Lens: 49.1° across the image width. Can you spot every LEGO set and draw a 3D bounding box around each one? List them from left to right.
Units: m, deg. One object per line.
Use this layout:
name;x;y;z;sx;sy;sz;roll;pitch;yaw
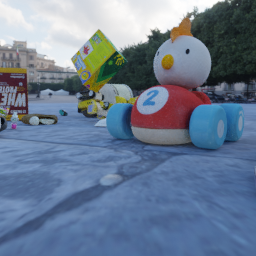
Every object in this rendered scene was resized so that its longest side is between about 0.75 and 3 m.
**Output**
LEGO set;-4.135;-0.353;8.071;1.833;0.843;0.682;-3;3;-25

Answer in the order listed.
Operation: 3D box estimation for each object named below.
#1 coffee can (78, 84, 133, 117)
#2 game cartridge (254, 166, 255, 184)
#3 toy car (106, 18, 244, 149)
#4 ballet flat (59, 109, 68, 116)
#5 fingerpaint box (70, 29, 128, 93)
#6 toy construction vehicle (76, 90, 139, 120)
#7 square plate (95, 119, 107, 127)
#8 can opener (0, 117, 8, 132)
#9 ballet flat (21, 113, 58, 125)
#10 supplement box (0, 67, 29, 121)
coffee can;-1.082;-1.389;13.914;2.237;1.637;1.637;-5;8;-41
game cartridge;1.611;0.576;2.822;0.601;0.178;0.927;7;8;22
toy car;1.061;-1.073;6.192;2.486;2.697;2.386;4;7;37
ballet flat;-3.415;-0.784;14.902;0.301;0.299;0.880;7;12;-30
fingerpaint box;-1.311;-2.892;12.038;0.847;1.926;2.308;36;16;-44
toy construction vehicle;-0.684;-0.715;10.682;2.606;0.918;2.269;-2;-10;36
square plate;0.155;-0.251;9.797;2.096;0.301;2.116;2;6;14
can opener;-4.319;0.002;6.508;2.731;0.719;0.908;0;-29;-11
ballet flat;-3.036;-0.260;9.784;1.257;0.426;0.455;1;24;-33
supplement box;-5.113;-1.428;12.081;1.435;2.132;2.161;-3;7;-22
